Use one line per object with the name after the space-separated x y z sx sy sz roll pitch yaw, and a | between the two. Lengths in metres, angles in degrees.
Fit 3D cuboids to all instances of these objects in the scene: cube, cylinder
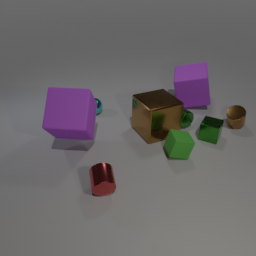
-1.893 -0.447 9.429 1.400 1.400 1.400 3 76 4 | cube
4.215 -0.419 10.921 0.700 0.700 0.700 -9 57 14 | cylinder
1.067 -0.485 10.540 1.400 1.400 1.400 -14 35 -23 | cube
1.722 0.548 9.445 0.700 0.700 0.700 8 31 -15 | cube
2.831 -1.886 12.331 1.400 1.400 1.400 -5 39 17 | cube
2.131 -0.449 11.163 0.700 0.700 0.700 -20 38 -28 | cylinder
3.068 0.066 10.378 0.700 0.700 0.700 17 37 24 | cube
-0.734 1.476 8.057 0.700 0.700 0.700 -7 47 -10 | cylinder

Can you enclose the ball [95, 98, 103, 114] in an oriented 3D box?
-1.429 -0.931 11.922 0.700 0.700 0.700 0 33 0 | ball
